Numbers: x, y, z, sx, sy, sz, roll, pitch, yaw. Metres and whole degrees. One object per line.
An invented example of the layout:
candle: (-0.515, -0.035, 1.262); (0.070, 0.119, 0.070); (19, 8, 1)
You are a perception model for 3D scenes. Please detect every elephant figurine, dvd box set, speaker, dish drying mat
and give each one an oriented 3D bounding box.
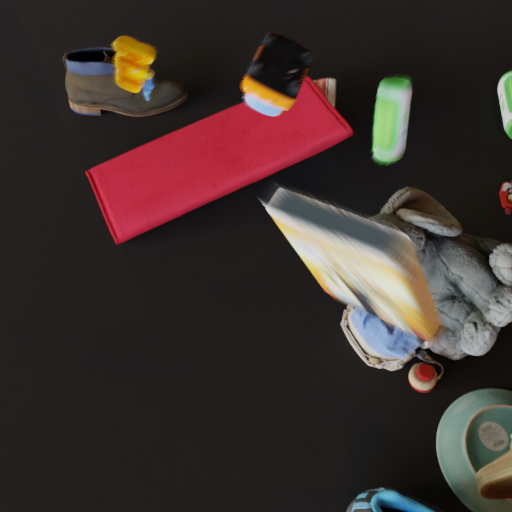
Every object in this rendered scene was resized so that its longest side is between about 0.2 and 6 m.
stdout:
elephant figurine: (2.314, -0.017, 8.269); (2.966, 2.301, 2.098); (31, 80, 11)
dvd box set: (0.954, 0.125, 5.198); (1.302, 1.780, 0.262); (25, 76, 34)
speaker: (5.364, -3.088, 11.456); (0.694, 0.694, 1.570); (7, 54, 5)
speaker: (2.194, -2.188, 9.058); (0.549, 1.241, 0.549); (-2, 33, 1)
dish drying mat: (-0.690, -1.838, 10.302); (4.650, 0.423, 1.786); (-25, 58, -8)

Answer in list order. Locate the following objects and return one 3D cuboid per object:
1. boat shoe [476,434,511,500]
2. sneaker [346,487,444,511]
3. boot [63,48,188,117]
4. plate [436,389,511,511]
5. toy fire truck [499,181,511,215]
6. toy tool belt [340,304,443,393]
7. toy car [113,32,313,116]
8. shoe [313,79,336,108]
boat shoe: (3.566, 2.461, 7.134); (1.979, 0.714, 0.643); (-19, 44, -12)
sneaker: (2.338, 3.673, 6.118); (3.015, 1.235, 1.104); (28, 58, 18)
boot: (-2.694, -3.587, 11.477); (2.500, 1.212, 0.934); (-5, 54, -4)
plate: (3.412, 2.649, 7.489); (1.923, 0.246, 1.923); (0, 55, 0)
toy fire truck: (4.801, -1.007, 10.106); (0.796, 0.446, 0.668); (19, 74, 15)
toy tool belt: (1.997, 1.166, 8.096); (1.031, 1.014, 1.651); (-34, 61, -23)
toy car: (-0.620, -2.858, 8.544); (3.000, 0.998, 1.471); (9, 57, -15)
shoe: (1.143, -2.910, 11.357); (0.885, 0.695, 1.945); (2, 51, 8)
